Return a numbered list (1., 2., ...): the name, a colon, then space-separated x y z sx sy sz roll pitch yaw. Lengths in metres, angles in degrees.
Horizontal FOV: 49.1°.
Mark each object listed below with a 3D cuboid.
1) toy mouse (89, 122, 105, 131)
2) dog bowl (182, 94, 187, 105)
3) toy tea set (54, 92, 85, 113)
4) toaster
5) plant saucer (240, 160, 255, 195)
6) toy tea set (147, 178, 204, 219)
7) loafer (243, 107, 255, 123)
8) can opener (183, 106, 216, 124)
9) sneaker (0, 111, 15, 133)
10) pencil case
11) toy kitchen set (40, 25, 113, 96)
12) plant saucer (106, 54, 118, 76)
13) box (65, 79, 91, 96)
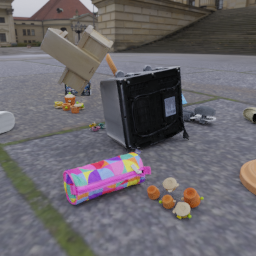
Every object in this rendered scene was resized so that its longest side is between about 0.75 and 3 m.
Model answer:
1. toy mouse: -1.155 -0.018 10.823 0.734 0.160 0.825 7 20 20
2. dog bowl: 1.526 -1.126 12.584 2.408 0.597 1.342 -13 -1 -30
3. toy tea set: -2.758 -1.261 13.588 1.888 0.699 1.123 18 26 42
4. toaster: 0.570 -0.661 9.377 2.437 2.696 1.599 -18 21 -26
5. plant saucer: 3.961 1.244 6.883 2.246 0.363 2.246 1 20 0
6. toy tea set: 1.010 1.540 6.158 1.225 0.453 0.728 23 59 42
7. loafer: 5.272 -0.493 11.574 0.514 0.570 1.506 -1 19 -23
8. can opener: 2.613 -0.689 11.814 2.303 0.770 0.614 16 23 39
9. sneaker: -5.715 -0.091 9.879 1.682 1.073 2.911 6 11 23
10. pencil case: -0.496 1.125 6.519 1.963 0.867 0.867 -14 23 -28
11. toy kitchen set: -1.418 -2.362 8.066 1.558 1.909 1.723 32 40 -12
12. plant saucer: -0.708 -2.911 13.659 0.273 1.459 1.459 -29 20 3
13. box: -2.954 -2.514 16.457 1.512 1.202 0.348 0 19 2
